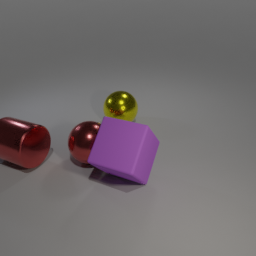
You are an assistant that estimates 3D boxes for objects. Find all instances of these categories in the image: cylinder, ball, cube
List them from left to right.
[{"bbox_3d":[-3.466,0.449,8.981,1.400,1.400,1.400,13,33,23],"label":"cylinder"},{"bbox_3d":[-1.237,0.467,9.049,1.400,1.400,1.400,0,30,0],"label":"ball"},{"bbox_3d":[-0.294,-0.791,11.222,1.400,1.400,1.400,0,30,0],"label":"ball"},{"bbox_3d":[-0.070,0.667,8.092,1.400,1.400,1.400,12,74,24],"label":"cube"}]
